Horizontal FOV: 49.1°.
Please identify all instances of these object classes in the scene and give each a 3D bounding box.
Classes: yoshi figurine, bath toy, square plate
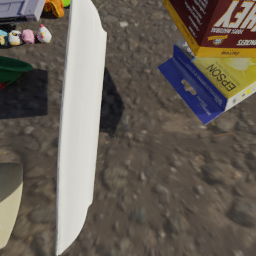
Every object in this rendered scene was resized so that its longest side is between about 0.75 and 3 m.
[{"bbox_3d":[-2.190,-5.287,10.887,2.474,1.390,1.385,-52,27,-16],"label":"yoshi figurine"},{"bbox_3d":[-3.433,-3.106,9.386,1.635,0.604,0.711,-7,54,-6],"label":"bath toy"},{"bbox_3d":[-0.559,-0.226,3.805,0.376,2.621,2.646,5,13,-6],"label":"square plate"}]

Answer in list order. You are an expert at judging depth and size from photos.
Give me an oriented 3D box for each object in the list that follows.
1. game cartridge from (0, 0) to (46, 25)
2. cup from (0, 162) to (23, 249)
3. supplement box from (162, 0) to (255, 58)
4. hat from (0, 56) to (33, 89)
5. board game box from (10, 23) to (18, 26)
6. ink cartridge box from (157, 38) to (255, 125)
[{"bbox_3d":[-4.244,-4.362,9.860,2.638,0.506,1.710,-1,64,10],"label":"game cartridge"},{"bbox_3d":[-2.932,1.588,5.211,2.066,2.066,1.478,-12,79,-9],"label":"cup"},{"bbox_3d":[1.713,-2.588,4.834,1.303,1.963,1.936,-4,51,-16],"label":"supplement box"},{"bbox_3d":[-3.792,-1.234,8.259,1.731,1.524,1.434,-1,25,-39],"label":"hat"},{"bbox_3d":[-4.322,-4.202,10.311,0.430,0.422,0.820,-31,59,-21],"label":"board game box"},{"bbox_3d":[2.046,-1.502,6.394,2.213,0.520,2.187,-32,55,2],"label":"ink cartridge box"}]
